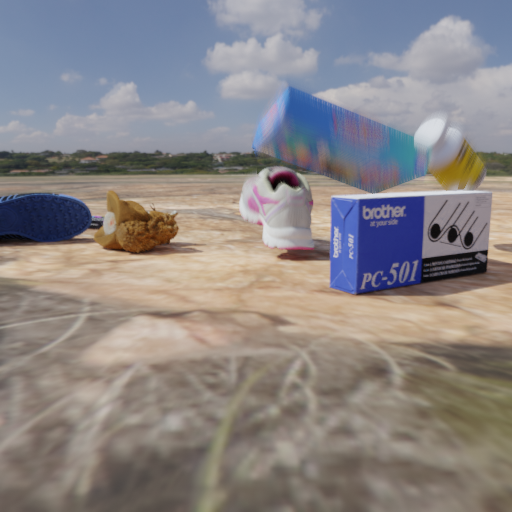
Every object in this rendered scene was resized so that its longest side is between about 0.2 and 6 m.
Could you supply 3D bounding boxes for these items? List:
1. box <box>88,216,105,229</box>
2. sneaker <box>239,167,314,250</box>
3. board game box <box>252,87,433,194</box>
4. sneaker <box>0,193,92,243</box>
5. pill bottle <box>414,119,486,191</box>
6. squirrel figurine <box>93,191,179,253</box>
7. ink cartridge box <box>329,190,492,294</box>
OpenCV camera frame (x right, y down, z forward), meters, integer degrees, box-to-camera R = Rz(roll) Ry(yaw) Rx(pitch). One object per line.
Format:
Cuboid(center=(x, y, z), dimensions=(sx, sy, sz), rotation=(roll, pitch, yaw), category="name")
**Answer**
Cuboid(center=(-3.573, -0.763, 12.869), dimensions=(1.229, 0.222, 0.879), rotation=(6, 11, 22), category="box")
Cuboid(center=(0.417, -1.023, 9.682), dimensions=(1.043, 1.131, 2.563), rotation=(0, 23, -19), category="sneaker")
Cuboid(center=(1.212, -1.644, 8.446), dimensions=(2.247, 0.506, 1.709), rotation=(19, -7, -12), category="board game box")
Cuboid(center=(-4.639, -0.779, 10.749), dimensions=(2.821, 0.989, 1.099), rotation=(-5, 19, -18), category="sneaker")
Cuboid(center=(3.303, -1.691, 9.617), dimensions=(1.360, 0.762, 0.762), rotation=(38, -13, -33), category="pill bottle")
Cuboid(center=(-1.926, -0.469, 9.872), dimensions=(1.299, 0.985, 1.392), rotation=(5, 19, -44), category="squirrel figurine")
Cuboid(center=(2.062, -0.242, 7.294), dimensions=(2.450, 1.152, 0.542), rotation=(-6, 11, -31), category="ink cartridge box")
